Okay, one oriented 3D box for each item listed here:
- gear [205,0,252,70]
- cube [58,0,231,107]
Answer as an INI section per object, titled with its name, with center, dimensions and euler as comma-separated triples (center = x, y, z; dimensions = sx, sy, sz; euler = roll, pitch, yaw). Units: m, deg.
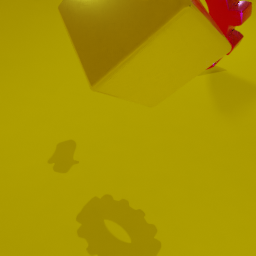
[gear]
center = 0.776, -1.599, 3.832
dimensions = 1.671, 1.671, 0.309
euler = 29, 56, 26
[cube]
center = 0.149, -0.931, 2.623
dimensions = 1.005, 1.005, 1.005
euler = 8, 52, -53
